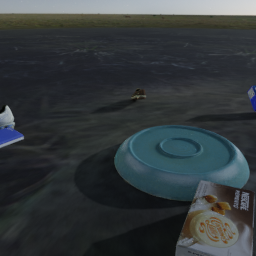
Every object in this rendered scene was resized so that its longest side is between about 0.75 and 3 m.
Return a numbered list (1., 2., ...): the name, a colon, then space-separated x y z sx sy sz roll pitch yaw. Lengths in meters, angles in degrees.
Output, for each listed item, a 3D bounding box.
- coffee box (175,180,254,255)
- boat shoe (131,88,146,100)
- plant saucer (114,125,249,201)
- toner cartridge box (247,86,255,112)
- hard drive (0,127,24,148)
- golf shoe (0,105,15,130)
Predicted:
1. coffee box: 1.178 1.344 3.664 0.803 0.560 1.404 10 26 23
2. boat shoe: 0.371 -1.142 9.375 0.365 0.365 0.988 -1 4 -20
3. plant saucer: 1.084 0.518 5.833 2.740 0.375 2.740 0 23 0
4. toner cartridge box: 4.589 -0.933 8.609 1.595 0.344 0.757 -3 63 -7
5. hard drive: -3.103 0.270 6.639 0.656 0.126 0.995 23 32 33
6. golf shoe: -3.605 -0.168 6.975 1.440 0.700 0.564 -24 38 -37
